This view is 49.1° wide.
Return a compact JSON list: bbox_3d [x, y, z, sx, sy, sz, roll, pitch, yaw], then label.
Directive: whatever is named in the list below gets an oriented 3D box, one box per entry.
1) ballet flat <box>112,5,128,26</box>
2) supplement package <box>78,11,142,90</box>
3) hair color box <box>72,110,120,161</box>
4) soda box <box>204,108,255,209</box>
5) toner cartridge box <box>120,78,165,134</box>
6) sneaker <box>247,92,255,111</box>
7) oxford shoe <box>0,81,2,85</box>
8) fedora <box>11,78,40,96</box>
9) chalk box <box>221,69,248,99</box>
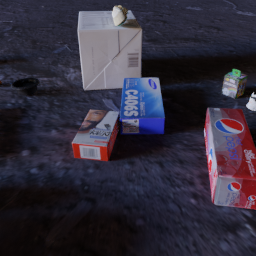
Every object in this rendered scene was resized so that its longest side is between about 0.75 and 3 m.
[{"bbox_3d":[-0.298,-3.630,8.926,0.515,0.515,1.483,1,31,2],"label":"ballet flat"},{"bbox_3d":[-0.704,-2.957,10.284,2.053,2.069,2.726,-4,34,-6],"label":"supplement package"},{"bbox_3d":[-0.760,0.135,7.164,0.862,0.497,1.554,4,33,7],"label":"hair color box"},{"bbox_3d":[2.273,0.529,6.284,0.902,0.817,2.577,4,35,8],"label":"soda box"},{"bbox_3d":[0.408,-0.751,8.410,1.202,0.546,2.531,0,34,1],"label":"toner cartridge box"},{"bbox_3d":[4.373,-0.835,8.556,1.376,0.550,0.507,-3,33,-7],"label":"sneaker"},{"bbox_3d":[-4.920,-1.608,9.913,0.838,0.299,0.299,-9,34,-15],"label":"oxford shoe"},{"bbox_3d":[-3.398,-1.335,9.380,0.933,0.426,0.933,-3,35,2],"label":"fedora"},{"bbox_3d":[3.531,-1.519,9.246,0.546,0.882,0.549,-26,42,-33],"label":"chalk box"}]
